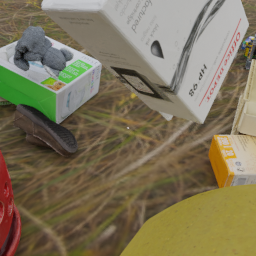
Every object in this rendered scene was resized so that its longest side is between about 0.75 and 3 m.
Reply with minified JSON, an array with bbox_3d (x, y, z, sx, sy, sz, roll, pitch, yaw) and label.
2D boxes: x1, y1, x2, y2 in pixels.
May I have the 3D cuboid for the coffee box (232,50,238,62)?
[{"bbox_3d":[3.172,-2.563,9.869,0.932,0.658,1.649,22,44,25],"label":"coffee box"}]

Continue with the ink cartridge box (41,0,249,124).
[{"bbox_3d":[0.457,-0.916,2.697,0.729,2.185,1.265,21,81,40],"label":"ink cartridge box"}]

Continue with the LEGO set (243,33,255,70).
[{"bbox_3d":[5.156,-2.811,9.584,2.409,1.396,1.852,19,42,22],"label":"LEGO set"}]

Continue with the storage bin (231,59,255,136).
[{"bbox_3d":[4.030,-0.317,6.540,2.715,1.272,2.695,16,41,18],"label":"storage bin"}]

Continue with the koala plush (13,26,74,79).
[{"bbox_3d":[-1.807,-1.596,6.137,1.062,0.976,0.941,35,62,-6],"label":"koala plush"}]

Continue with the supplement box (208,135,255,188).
[{"bbox_3d":[2.719,0.724,5.719,1.819,0.669,1.146,0,39,-1],"label":"supplement box"}]

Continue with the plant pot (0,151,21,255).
[{"bbox_3d":[-2.725,1.277,3.972,2.184,1.989,2.184,0,38,0],"label":"plant pot"}]

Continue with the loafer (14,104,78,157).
[{"bbox_3d":[-1.975,0.148,6.611,1.936,0.687,0.707,34,11,26],"label":"loafer"}]

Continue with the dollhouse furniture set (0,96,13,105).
[{"bbox_3d":[-4.492,-0.945,7.934,2.561,1.285,1.678,-9,56,-41],"label":"dollhouse furniture set"}]

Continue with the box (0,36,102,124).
[{"bbox_3d":[-2.263,-1.426,7.758,2.349,1.136,2.073,28,44,14],"label":"box"}]

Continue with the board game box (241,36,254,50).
[{"bbox_3d":[5.343,-3.213,11.012,1.453,0.250,0.983,24,44,27],"label":"board game box"}]

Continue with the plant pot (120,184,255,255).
[{"bbox_3d":[1.005,2.094,2.544,2.600,2.525,2.542,-4,27,44],"label":"plant pot"}]
